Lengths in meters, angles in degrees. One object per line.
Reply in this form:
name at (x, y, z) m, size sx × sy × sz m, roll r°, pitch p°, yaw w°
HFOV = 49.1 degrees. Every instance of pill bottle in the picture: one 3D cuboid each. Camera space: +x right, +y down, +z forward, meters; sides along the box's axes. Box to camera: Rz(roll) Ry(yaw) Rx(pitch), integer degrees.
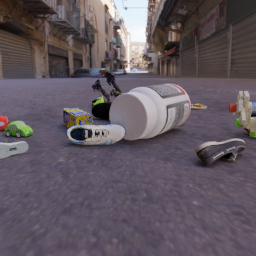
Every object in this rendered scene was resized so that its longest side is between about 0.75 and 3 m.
pill bottle at (0.744, -0.547, 8.829) m, size 1.572 × 1.572 × 2.760 m, roll 9°, pitch 15°, yaw 34°

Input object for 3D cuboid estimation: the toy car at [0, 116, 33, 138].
toy car at (-4.002, -0.033, 9.047) m, size 1.989 × 0.471 × 2.113 m, roll 3°, pitch 13°, yaw 15°

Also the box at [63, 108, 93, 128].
box at (-1.778, -0.276, 9.751) m, size 0.581 × 0.634 × 1.809 m, roll -6°, pitch 14°, yaw -25°

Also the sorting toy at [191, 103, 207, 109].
sorting toy at (3.201, -1.266, 14.976) m, size 1.354 × 0.270 × 1.832 m, roll -3°, pitch 14°, yaw -12°

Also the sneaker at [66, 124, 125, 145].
sneaker at (-0.901, 0.185, 7.742) m, size 1.645 × 0.591 × 0.596 m, roll -3°, pitch 0°, yaw 5°

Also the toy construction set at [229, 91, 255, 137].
toy construction set at (4.365, -0.194, 8.161) m, size 2.998 × 1.381 × 1.966 m, roll 13°, pitch 15°, yaw 8°

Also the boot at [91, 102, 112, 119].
boot at (-0.608, -0.591, 11.038) m, size 1.811 × 0.681 × 1.354 m, roll 0°, pitch 13°, yaw 0°

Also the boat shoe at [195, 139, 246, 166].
boat shoe at (2.269, 0.611, 6.617) m, size 1.584 × 0.575 × 0.497 m, roll -2°, pitch 55°, yaw -32°

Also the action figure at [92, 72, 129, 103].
action figure at (-0.451, -1.181, 12.239) m, size 1.576 × 1.353 × 2.652 m, roll -24°, pitch -36°, yaw 17°

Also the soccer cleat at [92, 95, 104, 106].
soccer cleat at (-1.611, -1.410, 15.039) m, size 0.678 × 0.565 × 1.673 m, roll -4°, pitch 16°, yaw -6°

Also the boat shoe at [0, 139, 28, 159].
boat shoe at (-3.090, 0.506, 6.976) m, size 0.493 × 0.384 × 1.086 m, roll 10°, pitch 9°, yaw 39°
